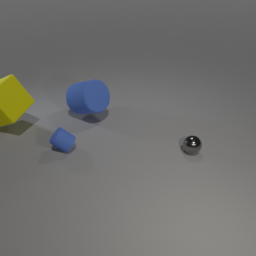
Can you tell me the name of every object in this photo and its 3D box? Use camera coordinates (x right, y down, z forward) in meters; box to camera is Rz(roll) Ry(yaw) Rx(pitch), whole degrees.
[{"bbox_3d":[-1.747,-1.335,12.201,1.400,1.400,1.400,0,23,46],"label":"cylinder"},{"bbox_3d":[2.371,0.621,10.327,0.700,0.700,0.700,0,32,0],"label":"ball"},{"bbox_3d":[-2.414,0.432,10.349,0.700,0.700,0.700,36,23,-23],"label":"cylinder"},{"bbox_3d":[-4.951,-1.057,11.195,1.400,1.400,1.400,-9,37,37],"label":"cube"}]
